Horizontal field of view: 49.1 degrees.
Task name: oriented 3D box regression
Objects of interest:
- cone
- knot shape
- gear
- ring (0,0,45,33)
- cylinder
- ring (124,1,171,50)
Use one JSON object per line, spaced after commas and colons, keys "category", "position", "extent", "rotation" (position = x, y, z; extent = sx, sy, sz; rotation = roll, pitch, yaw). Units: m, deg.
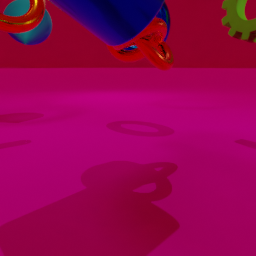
{"category": "cone", "position": [-3.234, -3.032, 8.942], "extent": [1.578, 1.578, 1.584], "rotation": [-3, 43, -13]}
{"category": "knot shape", "position": [0.104, -1.486, 4.795], "extent": [1.294, 0.639, 1.383], "rotation": [21, 3, 30]}
{"category": "gear", "position": [2.841, -2.765, 6.113], "extent": [0.312, 1.687, 1.687], "rotation": [4, 9, -33]}
{"category": "ring", "position": [-2.756, -3.004, 6.345], "extent": [1.771, 1.771, 0.354], "rotation": [-10, -5, -38]}
{"category": "cylinder", "position": [-0.360, -2.014, 3.679], "extent": [1.342, 1.342, 1.342], "rotation": [29, -8, -39]}
{"category": "ring", "position": [0.305, -3.002, 7.996], "extent": [1.917, 1.917, 0.383], "rotation": [8, 29, 29]}
